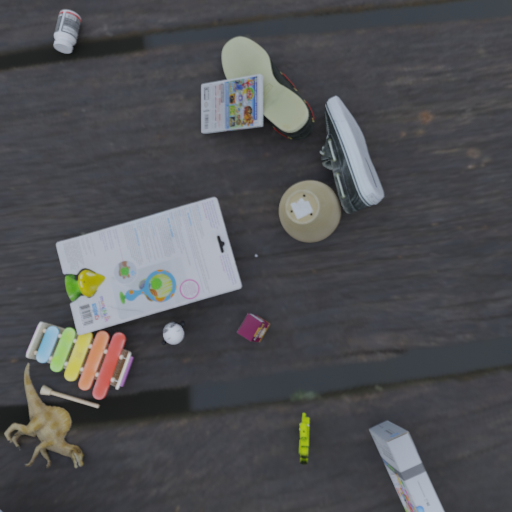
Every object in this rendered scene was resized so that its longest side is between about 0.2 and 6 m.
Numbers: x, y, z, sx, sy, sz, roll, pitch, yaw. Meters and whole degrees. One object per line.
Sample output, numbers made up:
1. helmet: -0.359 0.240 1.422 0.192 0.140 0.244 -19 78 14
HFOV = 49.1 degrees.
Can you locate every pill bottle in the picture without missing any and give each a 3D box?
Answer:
1. pill bottle: -3.839 -4.533 11.342 0.435 0.435 0.751 9 79 2

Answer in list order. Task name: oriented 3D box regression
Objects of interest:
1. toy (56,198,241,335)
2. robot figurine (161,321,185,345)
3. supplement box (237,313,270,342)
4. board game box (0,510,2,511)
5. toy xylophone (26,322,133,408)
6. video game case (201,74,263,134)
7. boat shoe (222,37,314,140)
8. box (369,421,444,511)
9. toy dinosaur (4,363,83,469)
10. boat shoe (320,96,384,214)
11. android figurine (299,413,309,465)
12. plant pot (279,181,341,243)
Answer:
1. toy: -1.937 0.205 10.250 3.022 0.713 1.740 -16 82 -4
2. robot figurine: -1.475 1.371 9.974 0.375 0.602 0.452 6 88 -8
3. supplement box: -0.040 1.291 10.025 0.321 0.623 0.408 31 90 18
4. board game box: -4.408 5.547 8.407 3.213 0.992 3.215 28 102 18
5. toy xylophone: -3.149 1.954 10.010 1.885 0.473 1.380 10 79 2
6. video game case: -0.478 -2.894 10.747 1.347 0.121 0.964 1 91 30
7. boat shoe: 0.195 -3.240 10.938 0.919 0.787 2.513 -41 71 10
8. box: 2.555 3.789 9.071 0.421 1.594 2.045 -24 80 -3
9. toy dinosaur: -3.828 2.979 9.864 1.017 0.585 2.011 -33 88 -22
10. boat shoe: 1.596 -1.917 10.517 0.855 0.869 2.411 -27 60 27
11. android figurine: 0.827 3.129 9.649 0.167 0.742 0.815 1 49 4
12. plant pot: 0.900 -0.824 10.034 1.177 1.257 1.177 0 92 11
